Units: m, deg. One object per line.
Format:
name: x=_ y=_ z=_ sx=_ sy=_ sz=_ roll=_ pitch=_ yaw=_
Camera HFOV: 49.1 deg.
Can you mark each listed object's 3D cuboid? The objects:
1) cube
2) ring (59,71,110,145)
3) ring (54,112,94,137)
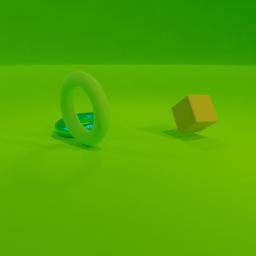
cube: x=1.837 y=-0.380 z=7.803 sx=0.806 sy=0.806 sz=0.806 roll=-3 pitch=-21 yaw=-30
ring: x=-1.108 y=-0.467 z=6.905 sx=0.371 sy=1.856 sz=1.856 roll=-20 pitch=24 yaw=-40
ring: x=-1.387 y=-0.127 z=8.428 sx=1.648 sy=0.330 sz=1.648 roll=-6 pitch=18 yaw=2
